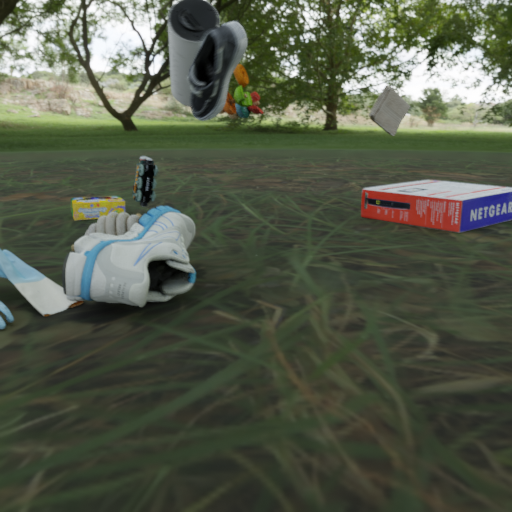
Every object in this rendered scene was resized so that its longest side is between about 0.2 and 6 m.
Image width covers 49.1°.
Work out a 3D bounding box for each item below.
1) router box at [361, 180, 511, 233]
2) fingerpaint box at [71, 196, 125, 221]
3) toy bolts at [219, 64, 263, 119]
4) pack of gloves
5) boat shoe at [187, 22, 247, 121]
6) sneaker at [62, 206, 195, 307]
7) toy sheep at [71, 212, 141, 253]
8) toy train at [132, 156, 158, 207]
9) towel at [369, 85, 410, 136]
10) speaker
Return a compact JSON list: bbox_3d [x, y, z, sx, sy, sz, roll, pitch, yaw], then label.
[{"bbox_3d":[5.010,-1.426,15.089,3.300,0.806,2.962,-11,18,-39],"label":"router box"},{"bbox_3d":[-4.359,-1.335,15.412,1.349,0.495,1.126,-5,15,-20],"label":"fingerpaint box"},{"bbox_3d":[-0.500,-3.772,13.344,0.857,1.181,1.236,-17,-18,22],"label":"toy bolts"},{"bbox_3d":[-3.724,0.303,7.842,2.002,0.395,1.682,26,24,25],"label":"pack of gloves"},{"bbox_3d":[-0.620,-2.235,7.035,0.521,0.551,1.536,-30,-10,-34],"label":"boat shoe"},{"bbox_3d":[-1.478,0.120,8.694,1.412,1.221,3.258,16,21,13],"label":"sneaker"},{"bbox_3d":[-2.520,-0.287,10.112,1.621,1.118,1.118,-16,14,3],"label":"toy sheep"},{"bbox_3d":[-1.656,-1.109,8.274,0.311,0.731,0.416,-3,24,-30],"label":"toy train"},{"bbox_3d":[2.992,-3.213,12.477,0.209,0.802,1.210,38,14,37],"label":"towel"},{"bbox_3d":[-1.095,-3.445,9.707,0.838,0.838,2.064,-2,-15,-7],"label":"speaker"}]
